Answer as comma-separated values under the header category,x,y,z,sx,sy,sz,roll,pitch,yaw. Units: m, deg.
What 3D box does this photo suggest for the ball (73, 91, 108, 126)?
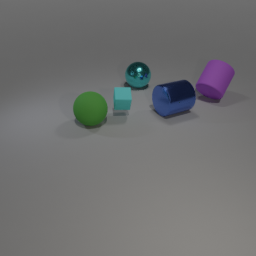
category,x,y,z,sx,sy,sz,roll,pitch,yaw
ball,-1.526,-0.787,11.400,1.400,1.400,1.400,0,30,0

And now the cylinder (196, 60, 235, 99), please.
category,x,y,z,sx,sy,sz,roll,pitch,yaw
cylinder,4.208,-2.329,13.559,1.400,1.400,1.400,24,79,35

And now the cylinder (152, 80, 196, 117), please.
category,x,y,z,sx,sy,sz,roll,pitch,yaw
cylinder,2.005,-1.330,12.349,1.400,1.400,1.400,-15,33,-25

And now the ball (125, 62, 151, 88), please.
category,x,y,z,sx,sy,sz,roll,pitch,yaw
ball,0.535,-2.824,14.953,1.400,1.400,1.400,0,30,0

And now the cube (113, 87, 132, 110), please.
category,x,y,z,sx,sy,sz,roll,pitch,yaw
cube,-0.245,-1.250,11.967,0.700,0.700,0.700,0,55,-8
